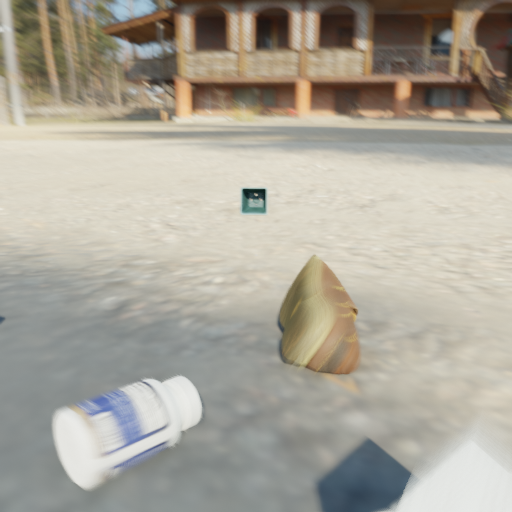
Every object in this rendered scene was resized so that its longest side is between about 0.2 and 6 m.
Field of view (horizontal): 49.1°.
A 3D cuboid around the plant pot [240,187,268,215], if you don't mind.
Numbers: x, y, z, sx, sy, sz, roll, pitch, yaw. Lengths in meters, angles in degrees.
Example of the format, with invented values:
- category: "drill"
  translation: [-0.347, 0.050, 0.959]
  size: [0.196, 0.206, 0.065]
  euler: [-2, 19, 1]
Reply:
- category: "plant pot"
  translation: [-0.027, -1.145, 11.575]
  size: [0.564, 0.563, 0.575]
  euler: [1, 9, 4]

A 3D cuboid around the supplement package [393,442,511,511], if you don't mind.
- category: "supplement package"
  translation: [0.966, 1.367, 2.075]
  size: [0.607, 0.605, 1.034]
  euler: [-24, 49, -32]

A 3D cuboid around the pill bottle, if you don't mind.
- category: "pill bottle"
  translation: [-0.839, 1.135, 3.793]
  size: [0.897, 0.498, 0.498]
  euler: [-14, 22, -40]

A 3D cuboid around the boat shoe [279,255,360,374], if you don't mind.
- category: "boat shoe"
  translation: [0.650, 0.580, 5.602]
  size: [0.636, 0.678, 1.882]
  euler: [30, 20, -8]
